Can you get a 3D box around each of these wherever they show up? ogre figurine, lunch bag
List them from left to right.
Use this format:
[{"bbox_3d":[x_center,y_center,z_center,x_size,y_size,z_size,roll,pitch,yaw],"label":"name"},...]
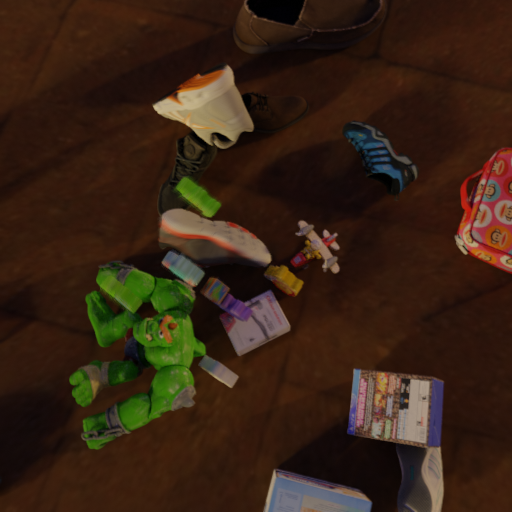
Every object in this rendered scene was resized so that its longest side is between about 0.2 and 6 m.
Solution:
[{"bbox_3d":[-2.077,1.590,10.199,2.019,1.653,3.368,-9,42,9],"label":"ogre figurine"},{"bbox_3d":[5.027,-0.931,11.119,2.029,0.944,2.303,25,77,6],"label":"lunch bag"}]

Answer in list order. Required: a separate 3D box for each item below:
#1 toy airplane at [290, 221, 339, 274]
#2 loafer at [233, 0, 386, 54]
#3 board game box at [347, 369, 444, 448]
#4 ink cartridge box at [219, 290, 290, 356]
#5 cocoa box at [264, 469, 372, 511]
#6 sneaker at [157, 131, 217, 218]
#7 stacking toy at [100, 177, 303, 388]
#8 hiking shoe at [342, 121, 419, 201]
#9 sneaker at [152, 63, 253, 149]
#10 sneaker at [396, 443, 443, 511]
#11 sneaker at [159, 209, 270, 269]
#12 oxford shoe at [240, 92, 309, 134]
[{"bbox_3d":[1.222,-0.176,11.069,0.969,0.684,0.965,11,75,3],"label":"toy airplane"},{"bbox_3d":[1.208,-5.207,12.066,3.433,1.219,1.254,-14,76,-4],"label":"loafer"},{"bbox_3d":[2.482,2.698,9.969,1.463,0.708,1.166,-1,73,35],"label":"board game box"},{"bbox_3d":[-0.019,1.289,10.763,1.135,0.481,0.827,-26,72,-6],"label":"ink cartridge box"},{"bbox_3d":[0.996,4.488,9.660,1.674,1.099,1.117,14,76,3],"label":"cocoa box"},{"bbox_3d":[-1.458,-1.687,11.237,0.760,1.139,1.988,28,80,8],"label":"sneaker"},{"bbox_3d":[-0.885,0.545,10.130,3.197,0.751,2.411,42,74,-22],"label":"stacking toy"},{"bbox_3d":[2.437,-2.030,11.517,1.869,0.695,0.810,41,76,9],"label":"hiking shoe"},{"bbox_3d":[-1.039,-2.693,10.843,1.158,3.059,1.407,-37,112,-11],"label":"sneaker"},{"bbox_3d":[2.978,3.811,10.077,0.754,0.859,2.143,-11,52,35],"label":"sneaker"},{"bbox_3d":[-0.853,-0.159,11.110,2.281,0.879,0.934,21,119,-9],"label":"sneaker"},{"bbox_3d":[0.123,-3.040,11.716,2.048,0.865,0.744,-12,74,-5],"label":"oxford shoe"}]
